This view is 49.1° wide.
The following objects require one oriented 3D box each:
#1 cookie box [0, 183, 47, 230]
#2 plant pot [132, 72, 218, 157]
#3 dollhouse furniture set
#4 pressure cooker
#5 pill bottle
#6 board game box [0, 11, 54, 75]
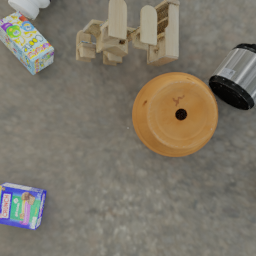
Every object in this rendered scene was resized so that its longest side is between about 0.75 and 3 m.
[{"bbox_3d":[-3.565,2.562,9.232,1.438,0.540,1.230,10,88,1],"label":"cookie box"},{"bbox_3d":[1.490,-0.389,8.563,2.804,1.962,2.804,0,93,3],"label":"plant pot"},{"bbox_3d":[0.101,-3.101,8.631,2.837,2.606,1.846,2,88,-28],"label":"dollhouse furniture set"},{"bbox_3d":[3.758,-1.726,8.887,1.680,1.706,1.910,37,89,6],"label":"pressure cooker"},{"bbox_3d":[-2.986,-4.852,9.285,1.261,1.261,2.263,27,87,1],"label":"pill bottle"},{"bbox_3d":[-3.360,-2.793,9.249,0.882,0.898,1.712,-42,88,-24],"label":"board game box"}]
